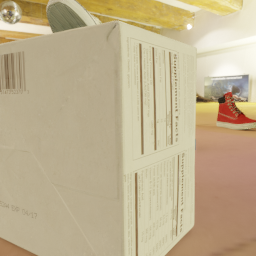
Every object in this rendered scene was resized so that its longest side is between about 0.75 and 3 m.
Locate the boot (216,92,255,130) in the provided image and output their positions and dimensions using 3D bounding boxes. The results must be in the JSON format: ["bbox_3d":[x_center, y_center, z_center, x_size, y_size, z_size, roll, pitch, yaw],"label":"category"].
[{"bbox_3d":[4.025,-0.664,10.435,0.688,1.370,1.900,-3,8,-23],"label":"boot"}]

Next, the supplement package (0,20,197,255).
[{"bbox_3d":[-0.585,0.099,2.698,2.180,1.697,1.208,4,8,34],"label":"supplement package"}]

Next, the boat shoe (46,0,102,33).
[{"bbox_3d":[-1.000,-2.274,6.984,1.037,0.942,2.820,-2,-26,20],"label":"boat shoe"}]
